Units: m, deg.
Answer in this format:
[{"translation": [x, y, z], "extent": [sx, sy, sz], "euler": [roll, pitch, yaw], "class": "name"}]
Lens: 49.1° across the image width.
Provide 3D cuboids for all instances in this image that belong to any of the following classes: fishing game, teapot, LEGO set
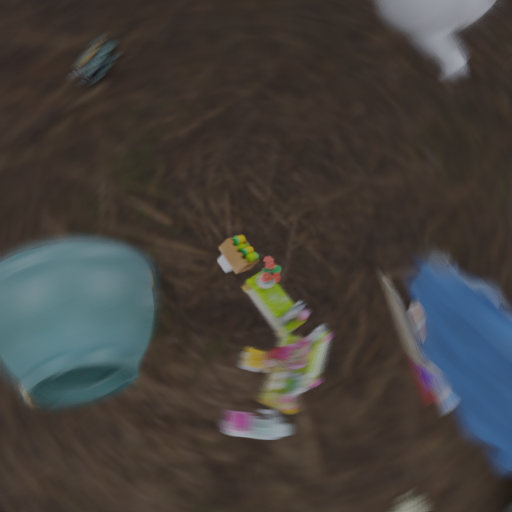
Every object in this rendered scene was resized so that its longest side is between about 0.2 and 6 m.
[{"translation": [2.591, 1.243, 6.135], "extent": [0.589, 3.792, 2.715], "euler": [-25, 99, -8], "class": "fishing game"}, {"translation": [2.206, -3.131, 6.070], "extent": [1.184, 1.621, 1.600], "euler": [36, 89, 26], "class": "teapot"}, {"translation": [0.215, 0.735, 6.028], "extent": [1.088, 0.880, 2.365], "euler": [4, 65, -15], "class": "LEGO set"}]

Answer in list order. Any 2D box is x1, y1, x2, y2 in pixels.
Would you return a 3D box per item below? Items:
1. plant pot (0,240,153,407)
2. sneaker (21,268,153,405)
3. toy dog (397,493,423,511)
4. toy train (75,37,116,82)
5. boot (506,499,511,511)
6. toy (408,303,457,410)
[{"translation": [-1.801, 0.793, 5.623], "extent": [1.712, 1.712, 1.147], "euler": [-19, 61, -2], "class": "plant pot"}, {"translation": [-2.766, 0.993, 8.609], "extent": [1.157, 0.999, 2.640], "euler": [34, 78, 16], "class": "sneaker"}, {"translation": [2.362, 3.859, 8.510], "extent": [0.369, 0.257, 0.357], "euler": [29, 96, 3], "class": "toy dog"}, {"translation": [-2.691, -3.283, 9.362], "extent": [0.447, 0.334, 0.784], "euler": [35, 86, 16], "class": "toy train"}, {"translation": [4.795, 3.423, 8.109], "extent": [2.437, 0.973, 2.680], "euler": [17, 87, 2], "class": "boot"}, {"translation": [3.158, 1.441, 8.725], "extent": [0.987, 0.405, 1.714], "euler": [-20, 83, -2], "class": "toy"}]
